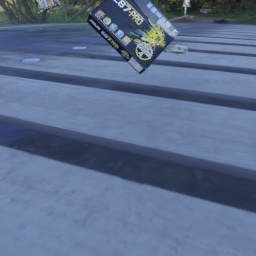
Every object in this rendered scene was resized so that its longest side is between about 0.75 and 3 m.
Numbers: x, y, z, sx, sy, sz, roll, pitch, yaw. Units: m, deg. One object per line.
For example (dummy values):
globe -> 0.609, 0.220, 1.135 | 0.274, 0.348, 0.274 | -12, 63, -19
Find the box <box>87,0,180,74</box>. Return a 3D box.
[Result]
box -> 0.214, -3.388, 9.419 | 2.032, 2.520, 0.619 | -49, 8, -21

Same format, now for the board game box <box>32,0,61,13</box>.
board game box -> -1.832, -2.882, 6.221 | 0.106, 0.474, 0.904 | -10, 28, 26

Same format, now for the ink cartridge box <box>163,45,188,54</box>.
ink cartridge box -> 1.604, -2.966, 10.816 | 1.102, 0.276, 0.894 | -1, 7, 40
